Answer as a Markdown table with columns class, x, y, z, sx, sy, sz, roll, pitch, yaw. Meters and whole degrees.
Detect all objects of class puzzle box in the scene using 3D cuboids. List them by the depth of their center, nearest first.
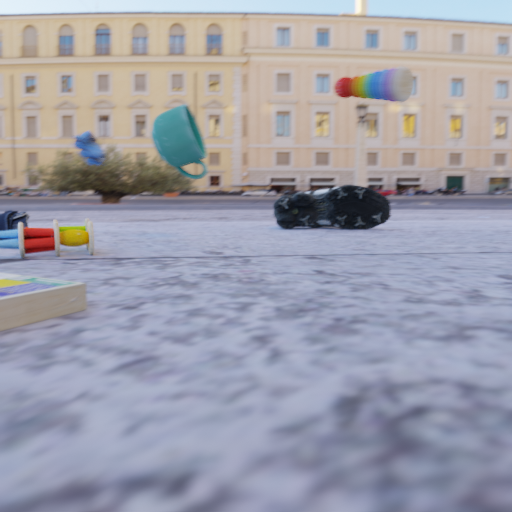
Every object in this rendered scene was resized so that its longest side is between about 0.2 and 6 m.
| class | x | y | z | sx | sy | sz | roll | pitch | yaw |
| --- | --- | --- | --- | --- | --- | --- | --- | --- | --- |
| puzzle box | -2.973 | 0.407 | 5.337 | 2.262 | 0.288 | 1.505 | 4 | 7 | 29 |

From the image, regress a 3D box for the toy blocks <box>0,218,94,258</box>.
| class | x | y | z | sx | sy | sz | roll | pitch | yaw |
| --- | --- | --- | --- | --- | --- | --- | --- | --- | --- |
| toy blocks | -3.904 | -0.334 | 10.216 | 1.743 | 0.633 | 1.453 | -3 | 8 | -21 |

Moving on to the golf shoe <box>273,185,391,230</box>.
| class | x | y | z | sx | sy | sz | roll | pitch | yaw |
| --- | --- | --- | --- | --- | --- | --- | --- | --- | --- |
| golf shoe | 2.297 | -1.492 | 17.117 | 3.514 | 1.366 | 1.660 | 2 | 7 | 5 |

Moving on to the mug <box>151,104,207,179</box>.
| class | x | y | z | sx | sy | sz | roll | pitch | yaw |
| --- | --- | --- | --- | --- | --- | --- | --- | --- | --- |
| mug | -1.717 | -2.474 | 12.321 | 0.928 | 1.501 | 1.233 | -19 | -20 | 8 |

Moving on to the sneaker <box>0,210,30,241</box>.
| class | x | y | z | sx | sy | sz | roll | pitch | yaw |
| --- | --- | --- | --- | --- | --- | --- | --- | --- | --- |
| sneaker | -5.792 | -0.617 | 12.206 | 1.378 | 0.725 | 1.908 | -1 | 5 | 14 |

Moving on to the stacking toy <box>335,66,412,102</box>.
| class | x | y | z | sx | sy | sz | roll | pitch | yaw |
| --- | --- | --- | --- | --- | --- | --- | --- | --- | --- |
| stacking toy | 2.472 | -3.707 | 12.244 | 1.724 | 0.736 | 0.736 | 10 | 12 | 40 |

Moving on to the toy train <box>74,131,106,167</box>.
| class | x | y | z | sx | sy | sz | roll | pitch | yaw |
| --- | --- | --- | --- | --- | --- | --- | --- | --- | --- |
| toy train | -3.455 | -2.220 | 11.689 | 0.437 | 0.766 | 0.332 | -11 | 35 | 38 |
